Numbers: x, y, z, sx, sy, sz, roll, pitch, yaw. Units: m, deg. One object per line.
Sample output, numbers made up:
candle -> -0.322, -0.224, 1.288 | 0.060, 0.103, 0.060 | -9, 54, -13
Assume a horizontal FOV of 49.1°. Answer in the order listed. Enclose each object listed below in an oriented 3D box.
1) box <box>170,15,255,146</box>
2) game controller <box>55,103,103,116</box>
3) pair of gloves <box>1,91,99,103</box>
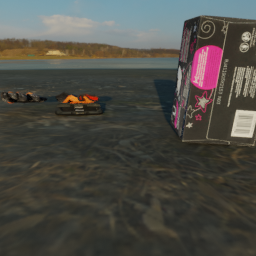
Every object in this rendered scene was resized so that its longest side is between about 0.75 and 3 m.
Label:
box -> 1.856, -0.976, 5.758 | 1.546, 2.339, 1.342 | 4, 18, -4
game controller -> -1.533, -0.561, 8.751 | 1.465, 0.309, 0.764 | -2, 30, -14
pair of gloves -> -2.426, -0.958, 8.783 | 2.867, 0.354, 2.554 | -1, 3, -22
